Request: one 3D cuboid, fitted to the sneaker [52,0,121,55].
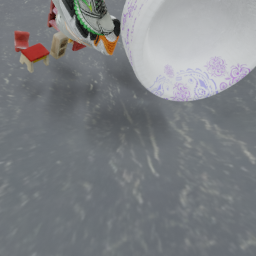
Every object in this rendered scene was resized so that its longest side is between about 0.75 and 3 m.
[{"bbox_3d":[-1.080,-2.230,5.642,1.247,1.026,2.711,17,-2,13],"label":"sneaker"}]

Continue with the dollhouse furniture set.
[{"bbox_3d":[-2.036,-2.554,7.413,1.199,0.906,2.229,44,51,8],"label":"dollhouse furniture set"}]

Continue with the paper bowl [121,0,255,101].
[{"bbox_3d":[0.991,-1.580,4.224,2.225,2.225,1.157,-8,49,-11],"label":"paper bowl"}]

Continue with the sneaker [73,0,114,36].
[{"bbox_3d":[-0.506,-1.768,3.796,0.495,1.163,0.454,1,53,36],"label":"sneaker"}]
